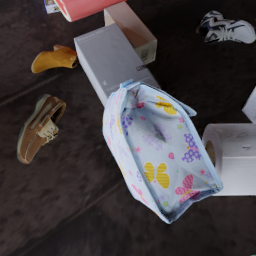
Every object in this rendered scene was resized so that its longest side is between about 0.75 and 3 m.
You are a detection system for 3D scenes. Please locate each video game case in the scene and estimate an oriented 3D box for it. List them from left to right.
[{"bbox_3d":[-2.305,-4.682,9.778,1.293,0.324,1.427,-13,62,-9],"label":"video game case"}]

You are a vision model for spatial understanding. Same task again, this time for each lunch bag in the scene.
[{"bbox_3d":[0.450,0.275,5.542,1.552,2.070,2.441,-29,94,-14],"label":"lunch bag"}]

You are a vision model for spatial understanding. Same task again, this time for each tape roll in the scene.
[{"bbox_3d":[2.307,0.672,6.101,1.074,1.564,1.564,-1,61,0],"label":"tape roll"}]

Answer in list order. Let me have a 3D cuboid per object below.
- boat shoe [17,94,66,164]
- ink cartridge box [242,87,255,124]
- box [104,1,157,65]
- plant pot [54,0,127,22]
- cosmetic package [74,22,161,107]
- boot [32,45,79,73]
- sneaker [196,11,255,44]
[{"bbox_3d":[-2.109,-0.018,6.977,0.710,0.728,1.924,13,63,4],"label":"boat shoe"},{"bbox_3d":[4.293,-0.197,6.153,2.722,1.135,1.976,0,42,-19],"label":"ink cartridge box"},{"bbox_3d":[0.049,-2.816,8.428,0.741,0.906,1.907,-26,63,-13],"label":"box"},{"bbox_3d":[-1.241,-4.648,8.290,2.414,2.728,2.728,-32,65,-4],"label":"plant pot"},{"bbox_3d":[-0.326,-1.477,7.558,1.370,1.157,2.565,-26,68,-11],"label":"cosmetic package"},{"bbox_3d":[-2.039,-1.926,8.151,0.954,0.469,1.333,27,58,20],"label":"boot"},{"bbox_3d":[2.883,-2.856,8.560,1.750,0.698,1.139,39,69,19],"label":"sneaker"}]
